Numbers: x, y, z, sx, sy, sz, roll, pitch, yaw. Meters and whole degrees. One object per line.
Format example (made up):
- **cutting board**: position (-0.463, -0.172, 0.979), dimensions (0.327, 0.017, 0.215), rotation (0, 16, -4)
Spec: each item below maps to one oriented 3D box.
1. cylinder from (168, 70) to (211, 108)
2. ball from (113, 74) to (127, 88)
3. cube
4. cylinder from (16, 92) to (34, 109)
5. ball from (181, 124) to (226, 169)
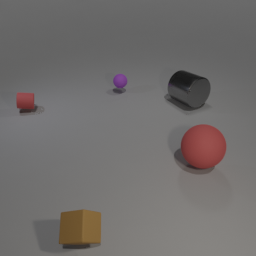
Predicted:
- **cylinder**: position (2.769, -1.794, 12.772), dimensions (1.400, 1.400, 1.400), rotation (-19, 32, -26)
- **ball**: position (-0.379, -2.313, 13.780), dimensions (0.700, 0.700, 0.700), rotation (0, 33, 0)
- **cube**: position (-1.106, 2.334, 6.562), dimensions (0.700, 0.700, 0.700), rotation (-15, 62, 27)
- **cylinder**: position (-4.492, -1.194, 12.290), dimensions (0.700, 0.700, 0.700), rotation (1, 32, -16)
- **ball**: position (2.389, 0.582, 8.901), dimensions (1.400, 1.400, 1.400), rotation (0, 33, 0)
